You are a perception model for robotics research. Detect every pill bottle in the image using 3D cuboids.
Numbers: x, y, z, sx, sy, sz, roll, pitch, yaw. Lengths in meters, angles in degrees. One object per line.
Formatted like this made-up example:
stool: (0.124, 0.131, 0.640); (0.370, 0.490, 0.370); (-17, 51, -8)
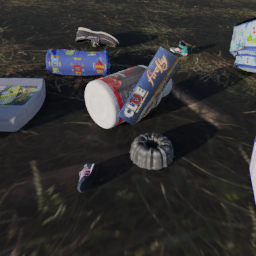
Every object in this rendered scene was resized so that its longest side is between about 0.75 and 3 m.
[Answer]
pill bottle: (0.101, -0.962, 7.598); (2.304, 1.276, 1.276); (-26, 42, -34)

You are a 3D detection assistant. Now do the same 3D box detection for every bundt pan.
bundt pan: (0.538, 0.452, 6.292); (1.032, 0.387, 1.032); (-1, 33, 0)

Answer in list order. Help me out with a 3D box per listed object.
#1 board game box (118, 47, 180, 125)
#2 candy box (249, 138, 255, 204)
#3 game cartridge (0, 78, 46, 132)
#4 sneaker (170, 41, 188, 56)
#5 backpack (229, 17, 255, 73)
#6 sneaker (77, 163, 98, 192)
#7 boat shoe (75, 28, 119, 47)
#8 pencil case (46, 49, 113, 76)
board game box: (0.369, -0.613, 4.096); (0.254, 0.996, 1.470); (34, 14, 4)
candy box: (3.283, 1.284, 4.489); (2.185, 0.996, 2.585); (6, 35, 12)
game cartridge: (-3.385, -0.785, 8.084); (1.727, 0.530, 2.594); (5, 34, 0)
sneaker: (2.204, -3.487, 12.033); (0.378, 0.546, 0.904); (-29, 43, -36)
backpack: (4.845, -2.751, 9.470); (2.259, 1.814, 2.468); (5, 10, 0)
sneaker: (-0.875, 1.006, 5.634); (0.316, 0.270, 0.769); (-6, 28, 24)
boat shoe: (-1.453, -4.002, 12.929); (2.235, 0.812, 0.701); (21, 82, 20)
pencil case: (-1.718, -2.364, 10.016); (2.309, 0.901, 1.003); (2, 48, 3)
